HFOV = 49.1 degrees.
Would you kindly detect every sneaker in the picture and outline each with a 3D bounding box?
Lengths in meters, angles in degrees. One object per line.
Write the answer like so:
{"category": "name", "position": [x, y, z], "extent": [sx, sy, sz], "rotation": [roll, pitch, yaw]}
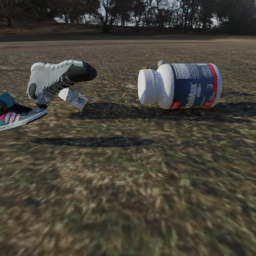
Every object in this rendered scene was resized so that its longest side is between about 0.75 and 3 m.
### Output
{"category": "sneaker", "position": [-2.900, -0.521, 7.260], "extent": [1.511, 0.912, 0.632], "rotation": [-14, 15, 11]}
{"category": "sneaker", "position": [-2.298, -1.309, 9.242], "extent": [2.783, 1.607, 1.044], "rotation": [5, -20, 34]}

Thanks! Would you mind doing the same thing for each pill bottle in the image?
{"category": "pill bottle", "position": [1.775, -1.482, 10.027], "extent": [2.668, 1.595, 1.595], "rotation": [-3, 21, -9]}

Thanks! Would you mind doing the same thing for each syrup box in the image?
{"category": "syrup box", "position": [-2.033, -1.133, 10.300], "extent": [0.512, 0.530, 1.301], "rotation": [31, 0, -38]}

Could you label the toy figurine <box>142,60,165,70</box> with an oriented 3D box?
{"category": "toy figurine", "position": [1.255, -2.227, 12.101], "extent": [1.153, 1.171, 0.815], "rotation": [-12, -10, 23]}
